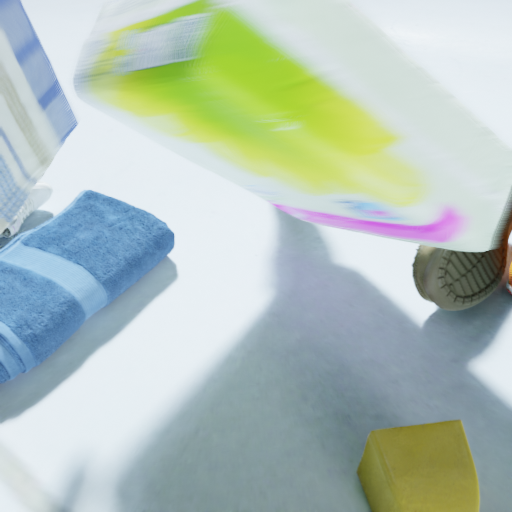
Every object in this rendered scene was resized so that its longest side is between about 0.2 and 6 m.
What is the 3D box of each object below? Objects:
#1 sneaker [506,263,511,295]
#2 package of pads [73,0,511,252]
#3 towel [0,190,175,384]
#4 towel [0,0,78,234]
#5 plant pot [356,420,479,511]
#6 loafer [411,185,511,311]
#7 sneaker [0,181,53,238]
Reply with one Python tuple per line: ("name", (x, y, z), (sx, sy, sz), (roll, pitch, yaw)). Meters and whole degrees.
("sneaker", (5.130, -0.216, 8.504), (3.196, 1.233, 1.166), (-23, 41, -30))
("package of pads", (0.418, -1.625, 6.848), (4.526, 1.544, 3.497), (24, -4, -37))
("towel", (-2.901, 0.251, 8.158), (1.952, 0.848, 3.495), (20, 40, 24))
("towel", (-2.733, -1.376, 5.398), (0.336, 2.074, 2.824), (-2, 42, 14))
("plant pot", (1.600, 2.276, 5.371), (0.939, 0.945, 0.966), (-5, 44, -7))
("loafer", (3.248, -0.377, 8.805), (1.151, 1.298, 3.413), (-15, 24, 51))
("sneaker", (-4.239, -0.713, 9.814), (0.848, 0.637, 1.702), (37, 53, 22))
